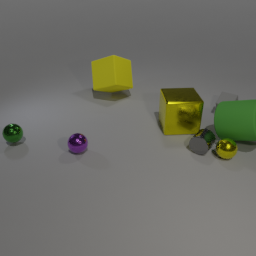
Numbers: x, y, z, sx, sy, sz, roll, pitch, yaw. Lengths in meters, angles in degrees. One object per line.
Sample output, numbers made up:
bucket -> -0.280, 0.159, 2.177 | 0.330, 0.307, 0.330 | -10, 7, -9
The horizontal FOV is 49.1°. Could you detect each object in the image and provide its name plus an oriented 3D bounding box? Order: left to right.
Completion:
ball -> -4.140, 0.187, 10.076 | 0.700, 0.700, 0.700 | 0, 30, 0
ball -> -1.735, 0.522, 9.671 | 0.700, 0.700, 0.700 | 0, 30, 0
cube -> -0.752, -2.547, 13.468 | 1.400, 1.400, 1.400 | -6, -3, 35
cube -> 2.034, -0.680, 11.050 | 1.400, 1.400, 1.400 | -2, 30, -3
cylinder -> 2.591, 0.472, 9.754 | 0.700, 0.700, 0.700 | 20, 35, 30
ball -> 3.298, 0.687, 9.371 | 0.700, 0.700, 0.700 | 0, 30, 0
cube -> 4.287, -1.033, 12.099 | 0.700, 0.700, 0.700 | 21, 67, 33
cylinder -> 3.953, -0.266, 9.764 | 1.400, 1.400, 1.400 | 1, 23, 44
